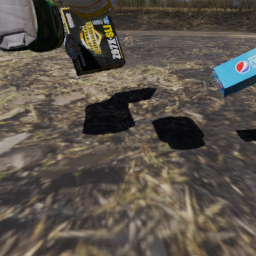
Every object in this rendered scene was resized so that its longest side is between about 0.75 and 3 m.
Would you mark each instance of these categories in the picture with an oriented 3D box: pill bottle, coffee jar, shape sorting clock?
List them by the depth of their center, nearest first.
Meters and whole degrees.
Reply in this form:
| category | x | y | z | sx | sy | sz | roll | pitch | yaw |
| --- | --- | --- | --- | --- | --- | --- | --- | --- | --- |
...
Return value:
| category | x | y | z | sx | sy | sz | roll | pitch | yaw |
| --- | --- | --- | --- | --- | --- | --- | --- | --- | --- |
| pill bottle | -0.798 | -2.676 | 5.003 | 1.121 | 1.121 | 2.019 | 1 | 10 | 3 |
| coffee jar | -2.412 | -2.611 | 6.926 | 1.182 | 1.444 | 2.769 | -9 | 14 | 2 |
| shape sorting clock | -1.764 | -2.536 | 8.699 | 0.150 | 0.766 | 0.766 | -17 | 28 | -42 |

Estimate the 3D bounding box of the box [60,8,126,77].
| category | x | y | z | sx | sy | sz | roll | pitch | yaw |
| --- | --- | --- | --- | --- | --- | --- | --- | --- | --- |
| box | -1.183 | -2.943 | 9.403 | 1.718 | 2.151 | 0.531 | -17 | -1 | -30 |

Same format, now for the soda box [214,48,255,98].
| category | x | y | z | sx | sy | sz | roll | pitch | yaw |
| --- | --- | --- | --- | --- | --- | --- | --- | --- | --- |
| soda box | 2.825 | -1.367 | 6.226 | 1.709 | 0.580 | 0.548 | -25 | -22 | 8 |
